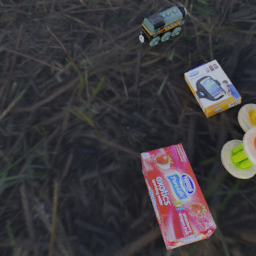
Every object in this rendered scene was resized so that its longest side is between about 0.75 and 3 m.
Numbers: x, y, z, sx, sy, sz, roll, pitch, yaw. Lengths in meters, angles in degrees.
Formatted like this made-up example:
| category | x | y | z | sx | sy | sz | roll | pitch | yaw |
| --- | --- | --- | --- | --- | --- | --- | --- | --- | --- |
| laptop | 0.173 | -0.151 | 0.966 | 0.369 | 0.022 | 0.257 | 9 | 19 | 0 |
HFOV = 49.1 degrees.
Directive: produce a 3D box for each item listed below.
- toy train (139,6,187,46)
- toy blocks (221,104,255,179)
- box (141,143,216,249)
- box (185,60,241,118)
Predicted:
| category | x | y | z | sx | sy | sz | roll | pitch | yaw |
| --- | --- | --- | --- | --- | --- | --- | --- | --- | --- |
| toy train | 1.199 | -3.474 | 9.440 | 1.809 | 1.031 | 0.771 | -30 | 76 | -19 |
| toy blocks | 3.560 | -0.262 | 6.395 | 1.079 | 2.972 | 2.477 | 32 | 63 | 3 |
| box | 1.069 | 1.532 | 6.457 | 1.039 | 0.995 | 2.085 | -14 | 57 | -4 |
| box | 2.479 | -1.290 | 8.468 | 1.062 | 0.370 | 1.784 | -24 | 62 | 4 |
